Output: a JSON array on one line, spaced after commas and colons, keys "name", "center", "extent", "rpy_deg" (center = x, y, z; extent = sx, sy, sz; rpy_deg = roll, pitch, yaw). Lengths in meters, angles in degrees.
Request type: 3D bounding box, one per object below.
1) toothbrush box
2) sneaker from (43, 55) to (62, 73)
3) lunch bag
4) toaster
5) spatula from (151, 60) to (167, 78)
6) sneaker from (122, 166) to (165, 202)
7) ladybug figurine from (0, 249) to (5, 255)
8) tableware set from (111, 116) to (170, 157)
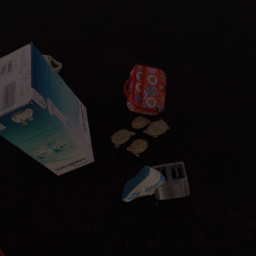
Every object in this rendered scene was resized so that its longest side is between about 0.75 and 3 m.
[{"name": "toothbrush box", "center": [-2.100, -0.355, 7.217], "extent": [1.198, 2.808, 2.056], "rpy_deg": [-23, 53, 10]}, {"name": "sneaker", "center": [-3.012, -2.371, 9.822], "extent": [1.409, 0.569, 0.539], "rpy_deg": [22, 57, -39]}, {"name": "lunch bag", "center": [0.498, -1.183, 8.646], "extent": [1.294, 0.602, 1.469], "rpy_deg": [9, 76, -20]}, {"name": "toaster", "center": [1.072, 1.367, 7.186], "extent": [0.894, 0.587, 0.989], "rpy_deg": [-10, 35, 8]}, {"name": "spatula", "center": [1.062, -2.183, 10.346], "extent": [0.347, 0.126, 1.227], "rpy_deg": [-7, 42, -16]}, {"name": "sneaker", "center": [0.314, 1.429, 6.647], "extent": [0.541, 1.340, 0.513], "rpy_deg": [28, 43, -18]}, {"name": "ladybug figurine", "center": [-2.823, 2.774, 5.535], "extent": [1.657, 1.125, 0.596], "rpy_deg": [57, 24, 7]}, {"name": "tableware set", "center": [0.337, 0.162, 8.334], "extent": [1.607, 0.186, 1.342], "rpy_deg": [-39, 41, -19]}]
